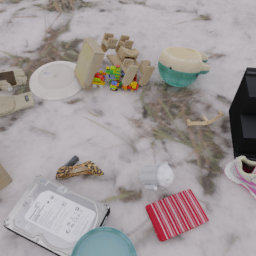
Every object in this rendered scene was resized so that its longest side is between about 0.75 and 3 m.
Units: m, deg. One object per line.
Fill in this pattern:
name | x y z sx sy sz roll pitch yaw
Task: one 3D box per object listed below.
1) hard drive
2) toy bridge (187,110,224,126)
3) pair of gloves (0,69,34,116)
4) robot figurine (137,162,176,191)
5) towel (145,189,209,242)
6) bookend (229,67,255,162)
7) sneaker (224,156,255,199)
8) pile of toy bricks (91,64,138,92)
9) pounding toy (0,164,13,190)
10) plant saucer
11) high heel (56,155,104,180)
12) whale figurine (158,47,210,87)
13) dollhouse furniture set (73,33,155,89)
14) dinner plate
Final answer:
hard drive | -1.777 2.275 7.133 2.246 0.425 1.569 20 56 15
toy bridge | 2.475 -0.258 8.951 1.201 0.163 0.404 -15 30 1
pair of gloves | -4.302 -1.234 9.735 1.768 0.364 2.079 -19 58 -18
robot figurine | 0.767 1.283 7.523 1.086 0.613 0.921 -10 41 45
towel | 1.258 2.248 7.314 1.405 0.158 1.016 -17 54 -14
bookend | 3.692 -0.358 8.093 0.902 1.959 1.947 5 53 5
sneaker | 3.511 1.401 7.536 1.776 0.784 0.723 31 60 21
pile of toy bricks | -0.434 -1.893 9.913 1.676 0.827 0.930 8 54 6
pounding toy | -4.482 1.260 7.177 2.155 1.532 1.983 -38 62 -24
plant saucer | -0.552 3.098 6.394 1.593 0.218 1.593 9 62 -16
high heel | -1.351 1.295 7.779 1.281 0.457 0.913 18 48 32
whale figurine | 2.040 -2.236 10.156 1.872 1.221 2.353 28 35 24
dollhouse furniture set | -0.603 -2.256 10.109 2.237 1.456 2.055 -6 50 -36
dinner plate | -2.595 -1.834 10.256 2.053 0.249 2.053 -1 53 1
